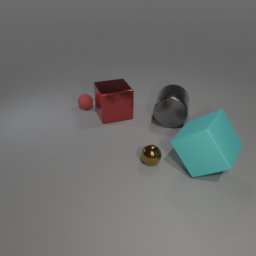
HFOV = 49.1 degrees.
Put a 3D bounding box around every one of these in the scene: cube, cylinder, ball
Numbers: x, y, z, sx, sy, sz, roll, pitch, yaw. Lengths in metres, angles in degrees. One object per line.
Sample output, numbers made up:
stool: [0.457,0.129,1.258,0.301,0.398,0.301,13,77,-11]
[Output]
cube: [2.492,0.492,8.818,1.400,1.400,1.400,-24,12,44]
cylinder: [1.857,-0.944,11.858,1.400,1.400,1.400,6,32,10]
cube: [-0.634,-1.211,12.311,1.400,1.400,1.400,-10,33,-16]
ball: [0.794,0.915,9.550,0.700,0.700,0.700,0,32,0]
ball: [-1.964,-1.229,12.934,0.700,0.700,0.700,0,32,0]
